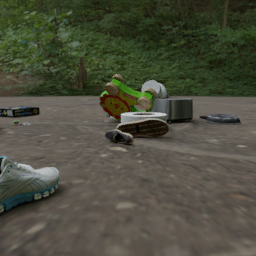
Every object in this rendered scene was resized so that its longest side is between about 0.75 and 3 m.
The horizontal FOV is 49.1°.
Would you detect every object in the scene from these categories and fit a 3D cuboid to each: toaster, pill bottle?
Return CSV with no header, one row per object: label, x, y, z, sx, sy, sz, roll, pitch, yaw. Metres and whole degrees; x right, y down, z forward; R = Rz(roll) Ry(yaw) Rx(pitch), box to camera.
toaster,2.040,-0.852,13.113,1.615,1.060,1.786,-6,11,-30
pill bottle,1.498,-1.589,14.722,1.280,1.280,2.305,3,-15,22

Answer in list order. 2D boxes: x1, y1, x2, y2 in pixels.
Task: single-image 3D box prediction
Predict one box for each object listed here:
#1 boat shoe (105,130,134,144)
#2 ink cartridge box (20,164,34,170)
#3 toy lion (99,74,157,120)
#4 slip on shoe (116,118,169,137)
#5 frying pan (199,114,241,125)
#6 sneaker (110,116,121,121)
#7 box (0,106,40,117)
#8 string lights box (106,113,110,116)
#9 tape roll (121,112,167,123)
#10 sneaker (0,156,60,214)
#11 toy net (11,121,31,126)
boat shoe,-0.305,0.258,8.012,0.981,0.353,0.318,13,10,35
ink cartridge box,-1.788,0.824,4.486,1.039,0.296,0.844,0,8,26
toy lion,-0.113,-1.049,12.159,2.393,2.294,0.822,24,55,10
slip on shoe,0.451,-0.003,8.971,1.662,0.632,0.504,-7,15,0
frying pan,4.341,-0.484,13.159,1.542,0.415,2.549,1,12,4
sneaker,-0.515,-0.488,13.377,0.782,0.299,0.315,2,17,20
box,-6.202,-0.929,15.739,1.516,0.439,1.907,5,9,28
string lights box,-0.502,-0.820,15.226,1.269,0.374,0.652,1,8,9
tape roll,0.590,-0.236,10.477,1.726,0.604,1.726,-1,8,0
sneaker,-1.541,0.687,3.877,0.581,0.671,1.549,6,10,29
toy net,-4.478,-0.197,11.759,0.797,0.154,0.418,2,8,8
